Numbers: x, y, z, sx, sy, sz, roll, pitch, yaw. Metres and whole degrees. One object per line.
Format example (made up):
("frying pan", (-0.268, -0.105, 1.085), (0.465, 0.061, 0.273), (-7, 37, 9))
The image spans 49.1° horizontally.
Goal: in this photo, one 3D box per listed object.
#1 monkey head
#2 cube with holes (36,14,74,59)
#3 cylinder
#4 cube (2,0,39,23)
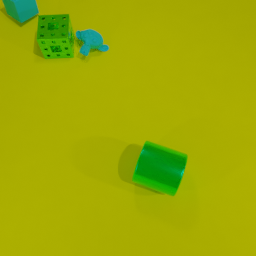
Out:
("monkey head", (-1.189, -2.637, 8.714), (1.157, 0.697, 0.832), (27, 98, -4))
("cube with holes", (-2.190, -2.796, 8.606), (0.916, 0.916, 0.916), (-3, 67, -1))
("cylinder", (0.782, 0.987, 6.914), (1.096, 1.096, 1.096), (19, 68, 8))
("cube", (-3.499, -4.041, 9.075), (0.758, 0.758, 0.758), (35, 62, 20))
